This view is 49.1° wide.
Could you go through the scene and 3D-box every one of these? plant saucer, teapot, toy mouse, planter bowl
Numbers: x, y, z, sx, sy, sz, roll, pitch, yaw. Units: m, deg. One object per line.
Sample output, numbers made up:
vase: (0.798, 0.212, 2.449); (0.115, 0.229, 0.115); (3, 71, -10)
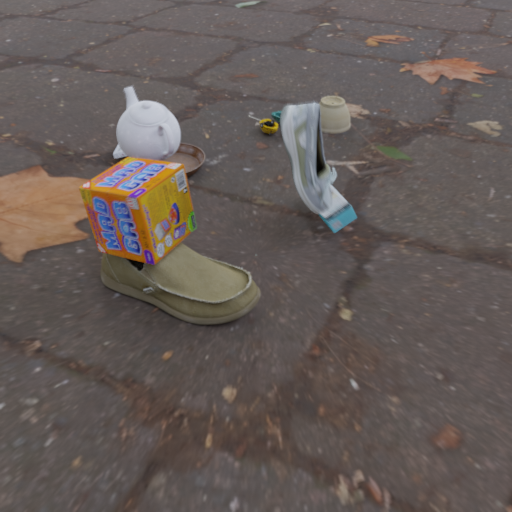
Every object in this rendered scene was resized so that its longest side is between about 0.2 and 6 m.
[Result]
plant saucer: (-2.050, -2.187, 13.210); (1.708, 0.294, 1.708); (0, 38, 0)
teapot: (-1.892, -2.296, 9.882); (1.228, 0.897, 1.212); (12, 49, 1)
toy mouse: (0.838, -3.483, 14.864); (1.453, 0.316, 1.635); (-24, 44, -27)
planter bowl: (2.023, -3.835, 14.997); (1.068, 0.719, 1.068); (0, 37, 0)

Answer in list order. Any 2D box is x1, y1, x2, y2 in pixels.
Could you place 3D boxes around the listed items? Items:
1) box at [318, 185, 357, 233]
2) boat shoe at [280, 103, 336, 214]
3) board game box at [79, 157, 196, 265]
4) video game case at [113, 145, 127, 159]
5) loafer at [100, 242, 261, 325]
box: (1.438, -1.039, 11.165); (0.557, 0.333, 1.353); (-34, 38, 4)
boat shoe: (0.977, -1.584, 9.387); (0.652, 2.033, 0.749); (-3, 36, 26)
board game box: (-1.860, -0.757, 9.010); (1.194, 1.194, 1.193); (12, 38, 27)
video game case: (-2.786, -2.726, 13.656); (1.231, 0.155, 1.351); (-12, 25, 1)
loafer: (-1.389, 0.298, 9.404); (3.009, 1.015, 1.144); (11, 42, 17)
